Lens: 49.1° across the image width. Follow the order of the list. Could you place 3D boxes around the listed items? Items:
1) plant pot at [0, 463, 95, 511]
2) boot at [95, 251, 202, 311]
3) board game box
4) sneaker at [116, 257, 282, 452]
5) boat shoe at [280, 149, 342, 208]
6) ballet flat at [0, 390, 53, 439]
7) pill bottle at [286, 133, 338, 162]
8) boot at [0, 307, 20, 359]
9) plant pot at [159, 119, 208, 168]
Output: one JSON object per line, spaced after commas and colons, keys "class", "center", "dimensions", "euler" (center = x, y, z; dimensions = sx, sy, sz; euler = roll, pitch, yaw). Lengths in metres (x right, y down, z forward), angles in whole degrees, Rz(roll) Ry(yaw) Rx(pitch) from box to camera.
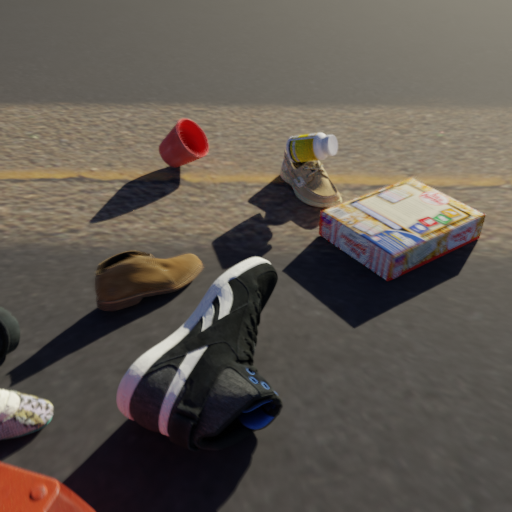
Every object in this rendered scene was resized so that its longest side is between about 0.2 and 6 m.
{"class": "plant pot", "center": [-2.321, 2.693, 4.595], "dimensions": [1.858, 1.637, 1.856], "euler": [9, 35, 14]}
{"class": "boot", "center": [-1.680, 0.221, 9.007], "dimensions": [1.925, 0.726, 0.709], "euler": [-22, 29, -38]}
{"class": "board game box", "center": [2.674, -0.585, 10.345], "dimensions": [2.423, 0.561, 1.835], "euler": [-21, 40, -27]}
{"class": "sneaker", "center": [-0.168, 1.310, 7.273], "dimensions": [1.678, 1.096, 2.999], "euler": [24, 49, 26]}
{"class": "boat shoe", "center": [1.119, -1.683, 11.880], "dimensions": [0.751, 0.676, 2.082], "euler": [-14, 36, -19]}
{"class": "ballet flat", "center": [-3.407, 1.882, 6.698], "dimensions": [1.810, 0.651, 0.651], "euler": [-5, 35, -8]}
{"class": "pill bottle", "center": [1.154, -2.235, 11.547], "dimensions": [0.982, 0.552, 0.552], "euler": [2, 29, 38]}
{"class": "boot", "center": [-4.784, 0.984, 7.184], "dimensions": [2.630, 1.004, 2.210], "euler": [20, 19, 18]}
{"class": "plant pot", "center": [-1.701, -2.500, 12.764], "dimensions": [0.846, 0.957, 0.957], "euler": [-27, 17, 37]}
